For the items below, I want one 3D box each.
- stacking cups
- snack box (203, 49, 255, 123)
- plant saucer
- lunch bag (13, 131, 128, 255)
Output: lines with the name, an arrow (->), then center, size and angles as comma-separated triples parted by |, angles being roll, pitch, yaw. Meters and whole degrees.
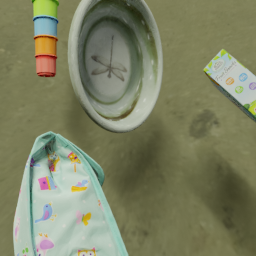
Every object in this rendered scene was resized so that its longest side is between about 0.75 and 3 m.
stacking cups -> -1.904, -2.227, 6.329 | 0.639, 0.639, 2.113 | 2, 89, 1
snack box -> 1.917, -0.568, 4.618 | 1.221, 1.717, 0.455 | 45, 106, 15
plant saucer -> -0.257, -1.243, 5.282 | 0.664, 2.645, 2.645 | 7, 57, 36
lunch bag -> -0.835, 1.098, 3.354 | 1.046, 1.461, 1.715 | -6, 51, -28
